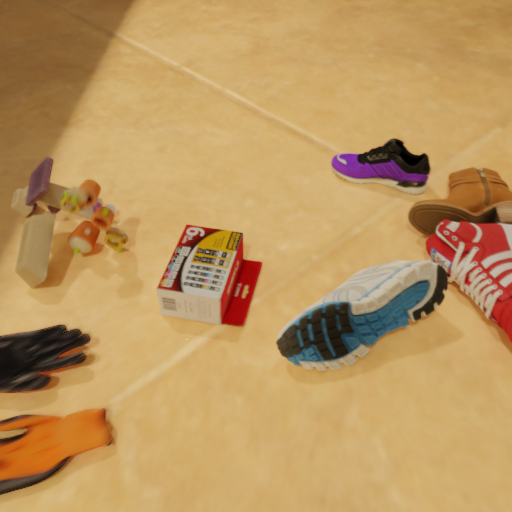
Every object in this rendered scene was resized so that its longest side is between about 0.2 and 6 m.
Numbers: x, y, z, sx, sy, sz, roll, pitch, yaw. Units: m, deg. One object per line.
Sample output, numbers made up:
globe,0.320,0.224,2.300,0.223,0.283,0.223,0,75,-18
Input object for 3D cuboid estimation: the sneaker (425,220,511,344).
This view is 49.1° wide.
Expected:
sneaker,3.903,0.426,9.819,1.740,1.102,3.094,8,38,2

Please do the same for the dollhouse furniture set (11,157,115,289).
dollhouse furniture set,-3.907,-0.317,11.238,1.695,1.893,2.388,19,60,-37

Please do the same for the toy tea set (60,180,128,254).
toy tea set,-3.164,-0.607,10.412,1.100,1.850,0.685,7,52,17

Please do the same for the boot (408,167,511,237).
boot,4.227,-1.227,11.620,2.428,0.931,1.885,1,45,1

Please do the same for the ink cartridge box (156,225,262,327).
ink cartridge box,-0.780,0.332,10.177,1.530,0.731,1.742,8,45,8

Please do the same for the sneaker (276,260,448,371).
sneaker,1.661,0.911,9.564,3.075,1.153,1.333,-23,19,-14

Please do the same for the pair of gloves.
pair of gloves,-3.558,2.230,8.497,2.345,0.325,2.632,-14,50,-15

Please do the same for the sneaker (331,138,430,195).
sneaker,2.792,-2.155,12.437,2.208,1.098,0.768,13,47,12
